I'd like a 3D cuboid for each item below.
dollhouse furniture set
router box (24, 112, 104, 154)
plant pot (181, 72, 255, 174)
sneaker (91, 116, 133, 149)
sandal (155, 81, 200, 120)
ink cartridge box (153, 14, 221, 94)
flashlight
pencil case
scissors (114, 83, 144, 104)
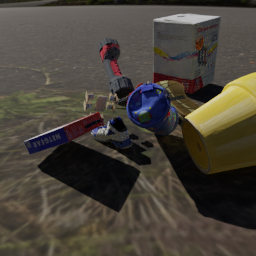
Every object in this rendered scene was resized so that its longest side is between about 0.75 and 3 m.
[{"bbox_3d":[-0.815,-0.482,8.147,0.896,0.976,0.635,2,44,-20],"label":"dollhouse furniture set"},{"bbox_3d":[-1.578,0.124,7.016,1.505,0.368,1.351,-17,7,34],"label":"router box"},{"bbox_3d":[2.447,0.060,6.493,2.032,2.160,2.160,-22,32,-6],"label":"plant pot"},{"bbox_3d":[-0.428,0.016,7.618,1.308,0.755,0.528,16,32,39],"label":"sneaker"},{"bbox_3d":[1.540,-0.810,9.240,1.084,0.729,2.699,-9,38,-17],"label":"sandal"},{"bbox_3d":[2.299,-3.074,11.256,1.925,2.661,1.933,22,38,38],"label":"ink cartridge box"},{"bbox_3d":[-0.451,-2.347,10.879,0.920,0.916,2.707,5,49,-36],"label":"flashlight"},{"bbox_3d":[0.704,-0.416,7.092,0.976,1.086,2.501,1,-6,15],"label":"pencil case"},{"bbox_3d":[0.070,-1.075,9.878,1.473,0.539,0.103,-34,53,11],"label":"scissors"}]
